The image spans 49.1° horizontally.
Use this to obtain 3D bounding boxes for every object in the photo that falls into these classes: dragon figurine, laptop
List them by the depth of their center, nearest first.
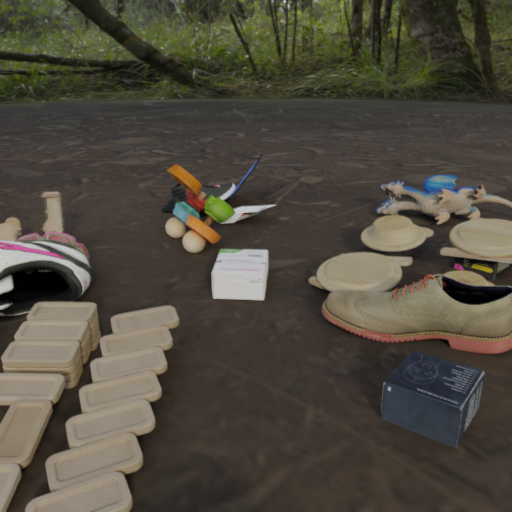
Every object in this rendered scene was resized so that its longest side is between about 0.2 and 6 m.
[{"bbox_3d":[4.483,-1.363,13.216,3.224,0.949,1.603,-7,21,-15],"label":"dragon figurine"},{"bbox_3d":[-1.075,-1.882,14.318,2.298,1.187,2.037,3,19,7],"label":"laptop"}]

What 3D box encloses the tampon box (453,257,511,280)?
[{"bbox_3d":[4.200,-0.090,10.132,1.034,0.653,0.775,-18,27,-41],"label":"tampon box"}]

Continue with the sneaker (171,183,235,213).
[{"bbox_3d":[-1.275,-1.610,13.424,1.736,0.861,0.614,-32,17,-31],"label":"sneaker"}]

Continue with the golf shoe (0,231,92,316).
[{"bbox_3d":[-4.144,0.292,8.302,3.274,1.188,1.507,-6,21,-16],"label":"golf shoe"}]

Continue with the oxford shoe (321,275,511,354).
[{"bbox_3d":[2.181,0.609,7.629,2.577,0.964,0.908,4,30,14],"label":"oxford shoe"}]

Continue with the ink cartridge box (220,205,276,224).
[{"bbox_3d":[-0.181,-0.957,12.852,1.072,0.306,0.871,5,18,37],"label":"ink cartridge box"}]

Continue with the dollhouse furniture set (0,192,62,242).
[{"bbox_3d":[-4.545,-0.607,10.516,1.689,1.099,1.551,-5,9,-18],"label":"dollhouse furniture set"}]

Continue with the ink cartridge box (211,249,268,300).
[{"bbox_3d":[-0.248,0.292,9.313,0.854,0.493,1.169,1,20,4],"label":"ink cartridge box"}]

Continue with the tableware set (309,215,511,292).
[{"bbox_3d":[2.866,0.067,9.442,3.027,0.420,3.624,11,34,32],"label":"tableware set"}]

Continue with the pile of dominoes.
[{"bbox_3d":[-2.380,1.670,5.983,2.781,0.568,3.568,1,28,0],"label":"pile of dominoes"}]

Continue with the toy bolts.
[{"bbox_3d":[-1.451,-0.899,11.315,1.618,1.174,1.693,39,-4,-18],"label":"toy bolts"}]

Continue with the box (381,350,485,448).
[{"bbox_3d":[1.886,1.493,5.979,0.820,0.508,0.806,14,24,34],"label":"box"}]
